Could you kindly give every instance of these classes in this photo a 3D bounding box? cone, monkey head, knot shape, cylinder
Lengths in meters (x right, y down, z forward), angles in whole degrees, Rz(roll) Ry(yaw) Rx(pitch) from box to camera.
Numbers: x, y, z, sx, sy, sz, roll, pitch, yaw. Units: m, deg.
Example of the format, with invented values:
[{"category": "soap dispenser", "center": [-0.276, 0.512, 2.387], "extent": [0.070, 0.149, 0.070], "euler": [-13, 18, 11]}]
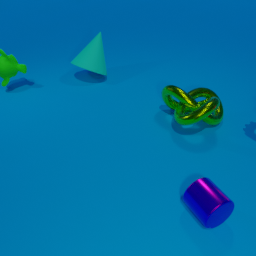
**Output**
[{"category": "cone", "center": [-1.263, -2.935, 10.640], "extent": [1.454, 1.459, 1.454], "euler": [19, 12, -4]}, {"category": "monkey head", "center": [-4.131, -2.111, 9.839], "extent": [0.957, 1.331, 0.802], "euler": [18, 28, 19]}, {"category": "knot shape", "center": [1.845, -0.726, 8.369], "extent": [1.881, 0.929, 2.010], "euler": [23, 24, 28]}, {"category": "cylinder", "center": [1.621, 1.509, 5.676], "extent": [0.734, 0.734, 0.734], "euler": [-17, 39, -22]}]
